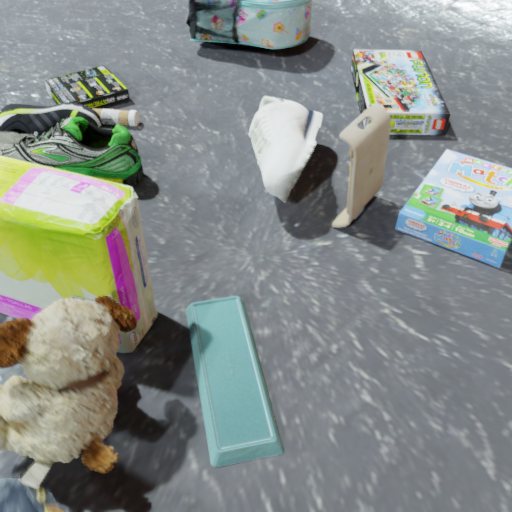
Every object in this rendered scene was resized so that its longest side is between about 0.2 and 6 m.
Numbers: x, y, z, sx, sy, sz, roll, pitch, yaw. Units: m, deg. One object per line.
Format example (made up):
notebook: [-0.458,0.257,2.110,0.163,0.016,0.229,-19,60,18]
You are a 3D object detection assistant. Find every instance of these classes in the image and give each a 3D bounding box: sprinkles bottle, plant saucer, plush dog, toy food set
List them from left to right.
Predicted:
plush dog: [-2.240,1.398,6.609,2.174,1.868,1.745,-15,28,-43]
sprinkles bottle: [-3.346,-3.275,13.242,1.091,0.372,0.372,5,43,5]
plant saucer: [-0.390,1.632,8.088,0.968,0.263,2.768,-9,45,-9]
toy food set: [1.844,-1.631,10.308,0.586,1.939,1.391,22,46,27]

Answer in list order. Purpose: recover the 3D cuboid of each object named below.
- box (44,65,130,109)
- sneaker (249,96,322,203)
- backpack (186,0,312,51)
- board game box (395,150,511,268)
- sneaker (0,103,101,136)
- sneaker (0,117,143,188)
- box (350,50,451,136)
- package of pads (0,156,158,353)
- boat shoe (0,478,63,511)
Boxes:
box: [-4.303,-4.209,14.238,1.647,0.405,1.705,-22,47,-25]
sneaker: [0.420,-2.223,11.216,1.328,1.260,3.298,29,33,-9]
backpack: [0.013,-7.249,16.007,3.321,2.546,2.919,20,41,11]
board game box: [4.108,-1.018,10.750,1.946,0.471,2.573,23,47,24]
sneaker: [-4.680,-2.823,12.659,2.333,0.837,0.966,-1,68,-1]
sneaker: [-3.941,-2.256,11.302,3.242,1.381,1.265,3,44,-1]
box: [3.491,-4.169,14.029,1.903,0.600,3.458,1,43,1]
package of pads: [-3.222,-0.118,8.243,3.326,2.570,1.134,14,44,15]
boat shoe: [-2.159,3.108,5.826,2.898,1.025,1.316,7,31,5]
